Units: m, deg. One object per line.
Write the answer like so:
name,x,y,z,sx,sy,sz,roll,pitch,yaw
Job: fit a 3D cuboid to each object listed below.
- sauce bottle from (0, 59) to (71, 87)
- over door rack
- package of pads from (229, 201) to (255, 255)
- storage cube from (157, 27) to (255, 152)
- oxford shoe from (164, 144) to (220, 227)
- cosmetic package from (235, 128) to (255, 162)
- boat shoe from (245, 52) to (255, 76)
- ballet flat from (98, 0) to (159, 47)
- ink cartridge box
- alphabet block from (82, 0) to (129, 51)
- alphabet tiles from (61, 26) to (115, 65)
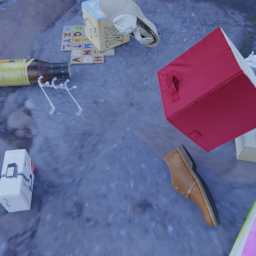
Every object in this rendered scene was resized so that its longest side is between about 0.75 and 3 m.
sauce bottle,-3.348,-1.889,9.467,2.754,0.909,0.909,-4,52,-6
over door rack,-1.119,-0.571,4.702,0.570,0.257,0.771,1,49,-43
package of pads,3.214,2.889,5.726,2.016,0.890,2.609,29,58,21
storage cube,1.812,-0.753,5.969,1.659,1.845,1.577,-33,40,28
oxford shoe,1.579,1.510,7.049,0.778,0.778,2.182,-33,55,12
cosmetic package,4.111,0.418,7.737,2.056,0.731,1.082,9,53,7
boat shoe,4.350,-2.168,9.658,2.377,0.878,1.014,-2,52,-4
ballet flat,0.139,-2.775,7.526,2.348,0.816,0.816,9,33,-54
ink cartridge box,-2.725,1.309,6.933,0.525,0.914,1.259,-5,52,-4
alphabet block,-0.816,-4.002,10.637,1.372,1.398,1.365,-25,56,-19
alphabet tiles,-1.592,-3.347,11.065,2.063,0.093,2.468,-3,52,-3
